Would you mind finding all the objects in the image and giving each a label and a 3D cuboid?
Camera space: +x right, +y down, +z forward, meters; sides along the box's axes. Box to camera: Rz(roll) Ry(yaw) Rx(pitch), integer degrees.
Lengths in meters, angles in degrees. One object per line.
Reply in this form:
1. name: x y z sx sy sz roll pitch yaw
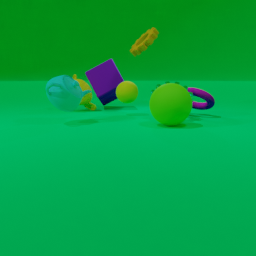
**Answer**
1. teapot: -1.825 -1.107 8.560 0.914 1.161 1.867 -35 -16 21
2. ball: -0.035 -1.322 10.371 0.820 0.820 0.820 0 10 0
3. cube: -0.917 -2.000 12.450 1.319 1.319 1.319 -28 -13 0
4. ring: 2.440 -1.045 10.128 1.385 0.277 1.385 19 -15 5
5. monkey head: -2.167 -1.341 11.720 1.117 1.854 1.334 -19 -20 -48
6. gear: 0.582 -3.121 10.157 0.222 1.198 1.198 42 -7 -23
7. gear: 1.424 -0.960 9.228 1.377 0.255 1.377 -2 54 3
8. ball: 1.235 -0.681 8.129 1.225 1.225 1.225 0 10 0
